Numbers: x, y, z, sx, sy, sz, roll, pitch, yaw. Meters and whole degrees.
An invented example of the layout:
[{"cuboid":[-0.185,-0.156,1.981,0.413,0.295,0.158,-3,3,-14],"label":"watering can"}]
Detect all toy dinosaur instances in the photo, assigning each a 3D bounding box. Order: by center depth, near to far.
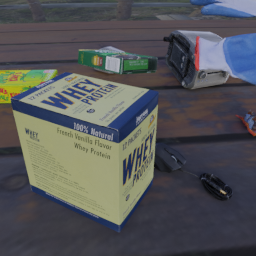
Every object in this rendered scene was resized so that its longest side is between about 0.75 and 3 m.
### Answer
[{"cuboid":[3.508,-0.082,8.080,0.975,0.512,0.885,-19,22,51],"label":"toy dinosaur"}]

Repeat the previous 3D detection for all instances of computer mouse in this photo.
[{"cuboid":[1.292,0.884,6.314,2.298,0.391,0.674,27,39,35],"label":"computer mouse"}]

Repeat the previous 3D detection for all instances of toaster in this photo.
[{"cuboid":[2.697,-2.735,10.801,1.892,1.664,2.929,-6,40,-16],"label":"toaster"},{"cuboid":[-0.802,-2.881,11.948,1.028,0.904,1.592,24,37,30],"label":"toaster"}]

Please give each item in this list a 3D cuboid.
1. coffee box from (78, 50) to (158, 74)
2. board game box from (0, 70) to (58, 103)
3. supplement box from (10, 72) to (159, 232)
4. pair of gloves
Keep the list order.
[{"cuboid":[-0.346,-1.845,7.683,1.248,0.447,2.031,-11,24,-38],"label":"coffee box"},{"cuboid":[-4.030,-1.476,9.850,2.880,0.686,1.463,-1,32,-2],"label":"board game box"},{"cuboid":[-0.735,0.348,5.422,2.214,2.212,1.486,16,35,24],"label":"supplement box"},{"cuboid":[2.274,-2.036,5.400,2.258,0.320,2.809,4,69,-6],"label":"pair of gloves"}]
